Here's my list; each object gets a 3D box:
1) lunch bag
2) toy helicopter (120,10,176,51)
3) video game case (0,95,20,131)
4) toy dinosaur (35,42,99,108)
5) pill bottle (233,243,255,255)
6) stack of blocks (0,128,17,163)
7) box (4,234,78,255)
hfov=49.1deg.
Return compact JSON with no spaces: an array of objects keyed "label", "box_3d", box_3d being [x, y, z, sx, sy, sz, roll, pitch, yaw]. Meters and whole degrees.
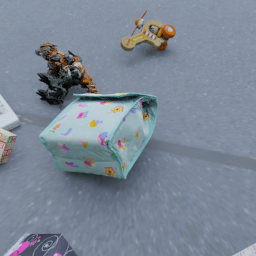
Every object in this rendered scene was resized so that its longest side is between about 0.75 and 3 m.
[{"label":"lunch bag","box_3d":[-0.526,-0.103,6.529,1.956,1.400,2.296,2,41,31]},{"label":"toy helicopter","box_3d":[0.567,-3.465,10.333,2.248,0.887,1.486,-32,81,-30]},{"label":"video game case","box_3d":[-4.955,-0.536,7.653,2.727,0.355,2.995,-32,66,-28]},{"label":"toy dinosaur","box_3d":[-1.829,-1.598,8.451,2.534,1.295,1.720,27,56,20]},{"label":"pill bottle","box_3d":[2.203,2.165,3.617,2.641,1.510,1.510,-36,45,13]},{"label":"stack of blocks","box_3d":[-3.446,0.276,6.808,1.252,0.721,0.367,23,5,8]},{"label":"box","box_3d":[-1.432,2.532,3.560,1.141,1.314,1.989,-19,18,39]}]
